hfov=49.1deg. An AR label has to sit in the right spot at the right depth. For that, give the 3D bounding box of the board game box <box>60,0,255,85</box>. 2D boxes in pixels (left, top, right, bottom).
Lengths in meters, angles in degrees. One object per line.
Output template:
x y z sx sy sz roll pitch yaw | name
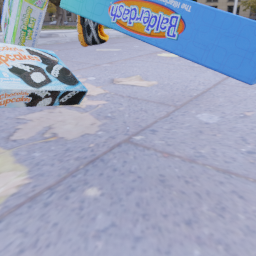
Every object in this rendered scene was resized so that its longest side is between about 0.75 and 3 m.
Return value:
0.797 -1.536 4.275 2.910 0.655 2.213 31 25 24 | board game box

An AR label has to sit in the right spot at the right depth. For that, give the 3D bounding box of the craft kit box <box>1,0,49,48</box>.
-2.514 -2.941 6.668 0.595 2.452 2.421 5 47 -30 | craft kit box

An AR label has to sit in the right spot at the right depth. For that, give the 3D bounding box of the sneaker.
-1.040 -3.470 8.075 0.867 2.245 0.879 6 38 13 | sneaker

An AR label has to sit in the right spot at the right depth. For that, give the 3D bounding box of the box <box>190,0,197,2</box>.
2.142 -4.753 8.816 0.328 1.303 1.806 2 2 -9 | box

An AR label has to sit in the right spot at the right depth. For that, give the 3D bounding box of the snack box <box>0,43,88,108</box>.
-1.645 -0.803 4.153 1.135 0.363 1.954 47 29 21 | snack box
